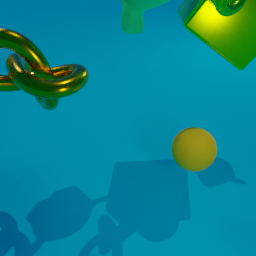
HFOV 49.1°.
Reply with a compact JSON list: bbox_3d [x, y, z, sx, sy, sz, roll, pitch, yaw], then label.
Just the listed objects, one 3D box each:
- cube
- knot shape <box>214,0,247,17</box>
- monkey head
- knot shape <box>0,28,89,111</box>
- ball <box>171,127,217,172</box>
[{"bbox_3d":[1.850,-2.112,4.939,1.351,1.351,1.351,32,29,-15],"label":"cube"},{"bbox_3d":[1.345,-2.197,3.750,0.523,1.132,1.060,-10,68,18],"label":"knot shape"},{"bbox_3d":[0.326,-2.122,4.293,1.085,1.295,1.800,16,22,41],"label":"monkey head"},{"bbox_3d":[-1.263,-0.729,3.951,1.464,1.565,0.723,12,81,20],"label":"knot shape"},{"bbox_3d":[1.163,0.374,4.952,0.782,0.782,0.782,0,38,0],"label":"ball"}]
